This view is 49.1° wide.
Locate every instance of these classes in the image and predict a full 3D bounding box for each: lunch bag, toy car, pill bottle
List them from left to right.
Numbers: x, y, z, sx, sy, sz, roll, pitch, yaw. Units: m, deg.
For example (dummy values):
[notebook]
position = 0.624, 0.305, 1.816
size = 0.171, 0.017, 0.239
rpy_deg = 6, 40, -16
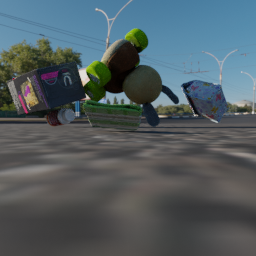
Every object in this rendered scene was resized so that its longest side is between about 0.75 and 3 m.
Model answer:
[pill bottle]
position = -2.373, -0.387, 9.904
size = 1.033, 0.583, 0.583
rpy_deg = -8, -5, 40
[toy car]
position = 0.331, -1.440, 9.596
size = 2.355, 2.867, 2.262
rpy_deg = -46, -4, -22
[lunch bag]
position = 2.701, -0.993, 10.187
size = 1.516, 0.964, 1.286
rpy_deg = 28, -18, 45

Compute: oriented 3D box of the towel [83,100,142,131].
[towel]
position = -0.215, -0.189, 4.315
size = 0.837, 0.172, 1.122
rpy_deg = 4, -14, 0

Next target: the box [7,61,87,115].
[box]
position = -2.855, -1.336, 9.668
size = 2.477, 1.314, 1.514
rpy_deg = -3, 17, 46
